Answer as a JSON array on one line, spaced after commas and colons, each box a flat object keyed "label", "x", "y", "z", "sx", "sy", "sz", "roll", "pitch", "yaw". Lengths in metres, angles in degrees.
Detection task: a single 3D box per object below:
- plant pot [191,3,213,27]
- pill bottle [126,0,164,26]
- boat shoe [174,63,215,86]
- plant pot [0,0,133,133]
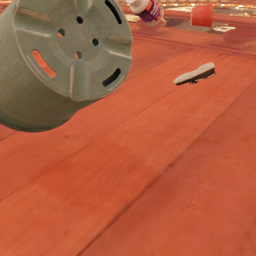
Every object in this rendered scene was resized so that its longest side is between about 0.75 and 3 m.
[{"label": "plant pot", "x": 2.487, "y": -3.784, "z": 9.468, "sx": 0.686, "sy": 0.775, "sz": 0.775, "roll": 0, "pitch": 31, "yaw": 10}, {"label": "pill bottle", "x": 0.425, "y": -3.145, "z": 7.247, "sx": 0.578, "sy": 0.578, "sz": 1.037, "roll": 30, "pitch": 8, "yaw": 40}, {"label": "boat shoe", "x": 1.767, "y": -1.326, "z": 7.355, "sx": 1.134, "sy": 0.342, "sz": 0.429, "roll": -22, "pitch": 27, "yaw": 6}, {"label": "plant pot", "x": -1.466, "y": -1.339, "z": 5.378, "sx": 2.738, "sy": 2.738, "sz": 2.681, "roll": -23, "pitch": 9, "yaw": -33}]
